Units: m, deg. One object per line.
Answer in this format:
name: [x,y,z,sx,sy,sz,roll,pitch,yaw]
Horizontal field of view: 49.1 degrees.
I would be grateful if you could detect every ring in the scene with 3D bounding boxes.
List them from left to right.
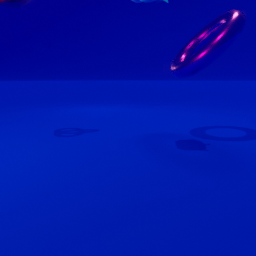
ring: [1.865,-1.985,6.747,0.415,2.074,2.074,43,1,-14]

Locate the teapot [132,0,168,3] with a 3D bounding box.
teapot: [0.222,-2.668,4.780,0.762,1.557,0.968,-21,-16,9]

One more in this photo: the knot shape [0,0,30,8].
knot shape: [-2.784,-3.037,6.305,1.245,0.615,1.330,-27,50,-6]
